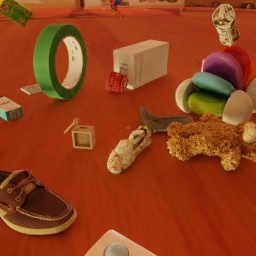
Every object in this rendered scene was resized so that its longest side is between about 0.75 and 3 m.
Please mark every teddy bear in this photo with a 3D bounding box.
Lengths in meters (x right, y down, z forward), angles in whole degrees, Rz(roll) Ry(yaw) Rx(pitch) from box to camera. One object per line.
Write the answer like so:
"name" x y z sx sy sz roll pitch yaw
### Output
"teddy bear" 2.314 0.245 7.280 2.678 0.894 1.941 11 32 19

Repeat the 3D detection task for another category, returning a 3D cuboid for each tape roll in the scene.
"tape roll" -2.378 -2.409 10.268 0.637 2.651 2.651 9 30 18

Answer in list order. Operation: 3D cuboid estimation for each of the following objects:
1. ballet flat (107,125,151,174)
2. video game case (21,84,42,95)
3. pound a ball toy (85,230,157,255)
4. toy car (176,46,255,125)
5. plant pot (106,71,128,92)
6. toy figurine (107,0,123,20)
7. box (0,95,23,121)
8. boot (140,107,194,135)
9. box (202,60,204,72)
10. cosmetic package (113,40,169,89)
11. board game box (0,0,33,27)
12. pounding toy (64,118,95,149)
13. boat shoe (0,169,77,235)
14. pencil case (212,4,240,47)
"ballet flat" 0.032 0.457 7.199 0.687 0.581 1.818 15 33 24
"video game case" -3.819 -1.610 11.499 0.865 0.095 0.788 -25 37 -38
"pound a ball toy" 0.218 2.284 3.556 2.007 0.853 1.309 19 34 31
"toy car" 3.071 -1.471 8.978 2.818 2.113 2.466 -30 41 -32
"plant pot" -0.413 -1.817 11.206 0.726 0.797 0.797 16 31 10
"toy figurine" -0.209 -4.745 10.543 0.902 0.794 1.505 -43 9 8
"box" -4.212 -0.700 9.556 1.418 0.349 0.584 25 37 38
"boot" 1.163 -0.271 8.590 1.466 0.532 1.333 -11 44 -5
"box" 3.674 -2.482 12.426 0.811 0.731 1.442 7 29 14
"cosmetic package" 0.638 -2.861 12.315 1.113 1.548 2.743 20 33 32
"board game box" -3.518 -3.624 8.621 0.265 0.565 1.112 43 11 21
"pounding toy" -1.309 0.081 7.582 0.759 0.864 0.395 4 29 8
"boat shoe" -2.135 1.250 5.404 2.473 0.890 0.892 14 32 24
"pencil case" 3.006 -3.056 8.520 0.630 0.725 1.621 -4 -7 26
